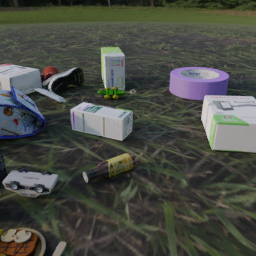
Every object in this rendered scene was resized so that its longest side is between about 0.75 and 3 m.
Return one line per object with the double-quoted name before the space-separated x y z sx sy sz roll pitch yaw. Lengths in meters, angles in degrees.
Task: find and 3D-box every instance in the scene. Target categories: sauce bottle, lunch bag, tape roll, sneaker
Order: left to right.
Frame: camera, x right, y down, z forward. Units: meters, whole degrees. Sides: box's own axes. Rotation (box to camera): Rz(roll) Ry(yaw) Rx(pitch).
"lunch bag" -4.115 -0.555 9.385 2.358 1.460 2.005 3 21 -30
"sneaker" -3.104 -2.372 13.673 1.017 0.948 2.566 10 28 30
"sauce bottle" -0.461 1.039 7.167 1.395 0.460 0.460 -19 32 -29
"tape roll" 3.331 -2.157 13.263 2.669 0.875 2.669 1 26 0

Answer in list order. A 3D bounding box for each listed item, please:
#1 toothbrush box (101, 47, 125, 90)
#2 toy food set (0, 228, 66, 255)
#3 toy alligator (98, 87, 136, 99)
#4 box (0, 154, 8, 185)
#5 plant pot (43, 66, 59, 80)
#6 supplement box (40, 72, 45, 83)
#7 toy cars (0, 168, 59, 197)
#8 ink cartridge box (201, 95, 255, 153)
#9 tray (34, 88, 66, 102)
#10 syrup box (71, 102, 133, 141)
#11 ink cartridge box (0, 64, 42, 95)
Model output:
"toothbrush box" -0.784 -3.028 14.107 1.001 1.693 2.325 -3 25 -7
"toy food set" -2.037 2.160 4.924 1.711 0.343 1.181 5 26 11
"toy alligator" -0.496 -1.527 12.487 1.674 0.497 0.454 -1 -15 -2
"box" -3.441 0.984 6.875 0.749 0.762 0.447 11 28 21
"plant pot" -4.035 -2.730 14.658 0.783 0.783 0.761 -5 34 -11
"supplement box" -4.837 -2.693 14.872 0.545 0.423 0.989 -15 30 -29
"toy cars" -2.757 1.482 6.173 2.438 0.540 1.093 -13 30 -32
"ink cartridge box" 3.447 -0.223 9.092 1.728 0.998 2.375 2 26 5
"tray" -3.229 -1.396 11.754 1.263 0.140 0.678 25 9 9
"syrup box" -0.888 -0.252 9.400 1.974 0.804 0.777 12 28 22
"ink cartridge box" -5.631 -2.292 13.358 2.436 1.033 1.774 16 30 27
